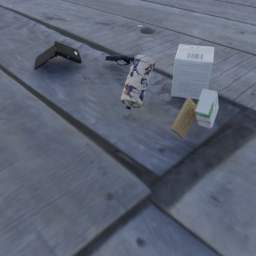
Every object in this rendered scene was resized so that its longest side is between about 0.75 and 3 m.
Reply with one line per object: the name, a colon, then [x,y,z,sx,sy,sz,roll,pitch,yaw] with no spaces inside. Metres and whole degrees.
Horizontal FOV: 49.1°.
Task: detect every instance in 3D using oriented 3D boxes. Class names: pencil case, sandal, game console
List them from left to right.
game console: [-3.062,-2.995,12.252,1.703,1.127,1.936,17,23,-23]
sandal: [-0.224,-2.831,11.688,0.769,0.433,2.024,-10,16,-29]
pencil case: [0.356,-1.502,9.084,0.716,0.823,1.841,-1,64,43]

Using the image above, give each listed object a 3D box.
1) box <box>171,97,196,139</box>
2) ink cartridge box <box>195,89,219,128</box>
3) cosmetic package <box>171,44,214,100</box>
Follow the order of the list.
box: [1.634,-0.265,7.949,0.107,0.819,1.002,27,86,38]
ink cartridge box: [2.213,-0.522,7.809,0.419,0.993,0.726,17,75,25]
cosmetic package: [2.325,-2.020,10.114,1.284,1.535,1.277,9,40,11]
